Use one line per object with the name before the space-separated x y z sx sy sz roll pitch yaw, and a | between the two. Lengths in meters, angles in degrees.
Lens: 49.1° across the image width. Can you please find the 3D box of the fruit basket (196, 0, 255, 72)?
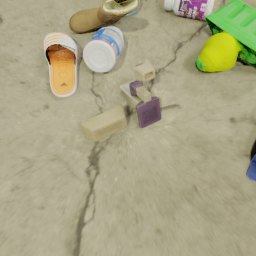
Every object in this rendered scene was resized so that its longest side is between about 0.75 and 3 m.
fruit basket | 3.110 -2.380 8.351 2.434 1.756 2.434 -8 74 29

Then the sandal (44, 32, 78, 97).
sandal | -1.973 -2.148 8.408 1.027 0.769 2.682 -9 58 -11

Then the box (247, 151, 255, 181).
box | 4.098 0.422 6.825 1.632 0.437 2.695 25 59 17

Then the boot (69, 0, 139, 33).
boot | -0.866 -3.587 8.736 1.978 0.747 2.258 -22 18 -7

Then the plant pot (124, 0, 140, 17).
plant pot | -0.044 -4.681 10.342 0.913 0.896 0.894 7 53 -9

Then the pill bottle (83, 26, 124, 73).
pill bottle | -0.666 -2.471 8.508 0.973 0.973 1.733 9 37 6

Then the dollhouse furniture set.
dollhouse furniture set | -0.446 -0.810 7.257 2.074 1.643 1.472 -25 42 -14

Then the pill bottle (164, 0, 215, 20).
pill bottle | 2.211 -4.506 10.124 1.696 0.952 0.952 15 55 11
